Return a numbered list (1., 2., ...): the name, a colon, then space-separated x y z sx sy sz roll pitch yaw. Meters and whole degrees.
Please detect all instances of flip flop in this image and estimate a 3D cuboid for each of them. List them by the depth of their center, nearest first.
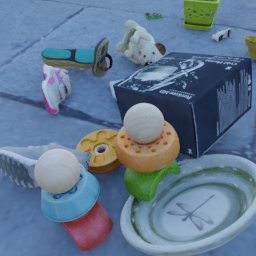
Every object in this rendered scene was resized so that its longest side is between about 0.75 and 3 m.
1. flip flop: -0.765 -2.196 9.178 0.536 1.863 0.756 31 65 4

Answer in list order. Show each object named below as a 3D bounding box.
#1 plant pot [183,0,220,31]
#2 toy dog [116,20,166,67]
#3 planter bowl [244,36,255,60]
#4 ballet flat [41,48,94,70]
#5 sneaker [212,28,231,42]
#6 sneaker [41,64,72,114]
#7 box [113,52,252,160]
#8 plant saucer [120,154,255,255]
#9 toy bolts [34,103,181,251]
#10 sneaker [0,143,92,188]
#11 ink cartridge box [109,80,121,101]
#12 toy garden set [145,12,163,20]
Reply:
1. plant pot: 3.349 -5.401 12.935 1.532 1.390 1.524 13 46 13
2. toy dog: 0.620 -2.914 10.593 1.817 1.308 1.874 15 28 -39
3. planter bowl: 5.222 -2.955 10.720 1.748 0.728 1.748 6 31 -4
4. ballet flat: -1.981 -2.526 10.353 2.354 0.742 0.808 6 61 0
5. sneaker: 4.148 -4.142 12.357 1.102 0.414 0.447 -31 43 -29
6. sneaker: -2.241 -1.295 8.934 0.898 0.828 2.035 -4 53 -10
7. box: 1.470 -0.800 7.474 2.543 1.603 2.587 -36 37 -30
8. plant saucer: 1.276 1.558 5.539 2.883 0.724 2.883 -24 16 7
9. toy bolts: -0.699 0.590 5.894 2.841 2.063 2.974 26 54 37
10. sneaker: -2.018 0.834 6.721 2.500 0.934 1.025 8 33 17
11. ink cartridge box: 0.007 -1.247 9.387 1.088 0.240 1.108 -10 46 -10
12. toy garden set: 1.298 -5.723 14.168 0.801 0.160 0.668 -12 45 -12
